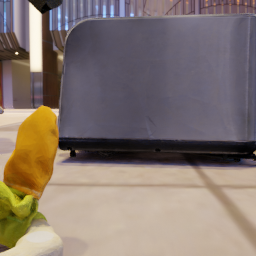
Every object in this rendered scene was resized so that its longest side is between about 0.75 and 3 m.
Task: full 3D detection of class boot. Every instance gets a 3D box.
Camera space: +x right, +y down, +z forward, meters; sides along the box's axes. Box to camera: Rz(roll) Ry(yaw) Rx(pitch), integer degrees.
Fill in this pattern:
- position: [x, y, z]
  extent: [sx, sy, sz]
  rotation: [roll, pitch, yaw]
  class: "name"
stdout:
- position: [-1.729, -2.463, 4.583]
  extent: [0.836, 1.493, 2.159]
  rotation: [-36, 21, -2]
  class: "boot"

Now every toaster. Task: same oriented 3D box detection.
- position: [0.525, -0.459, 3.860]
  extent: [2.560, 1.519, 2.315]
  rotation: [1, 6, 7]
  class: "toaster"

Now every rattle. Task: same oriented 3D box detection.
- position: [-0.653, 0.255, 0.881]
  extent: [0.880, 0.629, 0.573]
  rotation: [4, 18, -32]
  class: "rattle"

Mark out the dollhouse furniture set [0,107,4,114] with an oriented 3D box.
- position: [-5.022, -0.447, 9.174]
  extent: [0.837, 0.980, 1.891]
  rotation: [40, 9, 4]
  class: "dollhouse furniture set"
